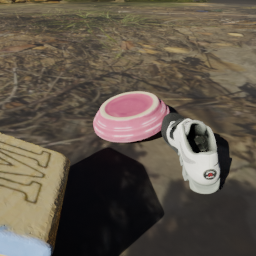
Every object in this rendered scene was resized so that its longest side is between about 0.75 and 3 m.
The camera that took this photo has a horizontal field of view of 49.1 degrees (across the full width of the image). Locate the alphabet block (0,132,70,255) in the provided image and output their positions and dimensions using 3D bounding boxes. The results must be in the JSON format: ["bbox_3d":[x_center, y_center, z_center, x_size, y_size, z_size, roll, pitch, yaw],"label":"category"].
[{"bbox_3d":[-1.743,1.089,3.196,1.639,1.630,1.669,23,19,-14],"label":"alphabet block"}]

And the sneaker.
[{"bbox_3d":[1.271,0.129,5.624,0.848,1.013,2.288,-10,35,-8],"label":"sneaker"}]

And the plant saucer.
[{"bbox_3d":[0.062,-0.401,7.300,2.033,0.515,2.033,-8,32,5],"label":"plant saucer"}]
